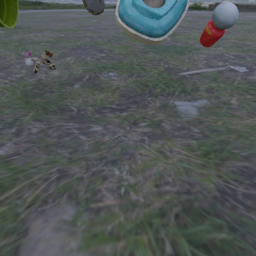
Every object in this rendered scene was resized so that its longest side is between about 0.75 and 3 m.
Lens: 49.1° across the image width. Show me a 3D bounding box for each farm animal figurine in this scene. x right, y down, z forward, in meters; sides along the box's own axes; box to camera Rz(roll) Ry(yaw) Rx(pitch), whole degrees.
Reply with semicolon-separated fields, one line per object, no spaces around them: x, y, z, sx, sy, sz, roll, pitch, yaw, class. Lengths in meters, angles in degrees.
-2.346;-1.790;7.518;0.760;0.614;0.382;-14;15;-23;farm animal figurine

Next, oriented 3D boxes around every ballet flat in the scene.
-1.231;-4.110;8.965;0.664;0.457;1.972;-7;52;-26;ballet flat

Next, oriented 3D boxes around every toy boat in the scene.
1.274;-3.140;7.234;2.953;1.372;2.482;24;70;-3;toy boat

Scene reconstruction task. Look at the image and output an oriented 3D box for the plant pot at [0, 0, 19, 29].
-3.256;-2.795;5.810;1.396;1.450;1.450;-2;27;1;plant pot
